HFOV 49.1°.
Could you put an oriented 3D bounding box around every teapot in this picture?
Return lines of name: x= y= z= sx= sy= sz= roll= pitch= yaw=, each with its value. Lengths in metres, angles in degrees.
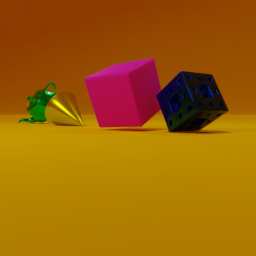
teapot: x=-3.262 y=-0.820 z=10.321 sx=0.989 sy=2.019 sz=1.255 roll=30 pitch=15 yaw=-35

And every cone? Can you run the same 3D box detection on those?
cone: x=-1.662 y=-0.333 z=8.338 sx=1.146 sy=1.142 sz=1.142 roll=35 pitch=24 yaw=33

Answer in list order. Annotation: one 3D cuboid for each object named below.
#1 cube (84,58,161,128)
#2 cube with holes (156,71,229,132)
cube: x=-0.040 y=-0.765 z=6.177 sx=1.155 sy=1.155 sz=1.155 roll=-1 pitch=25 yaw=35
cube with holes: x=1.231 y=-0.492 z=5.479 sx=0.842 sy=0.842 sz=0.842 roll=-2 pitch=-26 yaw=-32
